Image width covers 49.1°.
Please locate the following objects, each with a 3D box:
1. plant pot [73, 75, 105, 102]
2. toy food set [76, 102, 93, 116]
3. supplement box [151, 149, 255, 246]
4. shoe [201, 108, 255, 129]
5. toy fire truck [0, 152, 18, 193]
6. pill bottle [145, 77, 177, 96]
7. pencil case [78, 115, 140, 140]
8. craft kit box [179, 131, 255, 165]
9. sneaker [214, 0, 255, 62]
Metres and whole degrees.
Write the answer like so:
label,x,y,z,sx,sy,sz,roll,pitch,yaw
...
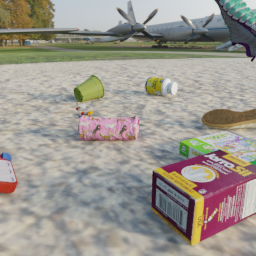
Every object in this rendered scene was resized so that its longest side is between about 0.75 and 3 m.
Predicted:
label,x,y,z,sx,sy,sz,roll,pitch,yaw
plant pot,-2.044,-1.870,14.061,1.208,1.272,1.272,-30,33,-34
toy food set,-1.905,-0.735,11.663,0.827,0.395,0.372,37,29,8
supplement box,1.524,1.208,5.346,1.840,0.949,1.204,-12,22,-30
shoe,3.871,-0.240,10.177,2.398,0.640,0.838,-3,50,3
toy fire truck,-3.601,0.828,6.501,1.793,1.197,2.135,17,9,-33
pill bottle,1.809,-2.265,15.307,1.665,0.933,0.933,14,24,35
pencil case,-0.610,-0.015,9.091,1.982,0.858,0.821,1,-11,3
craft kit box,2.730,0.675,7.720,1.880,0.456,1.857,-10,19,-28
sneaker,2.448,-2.436,6.513,0.722,0.849,1.940,-26,71,-34
